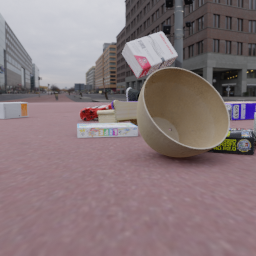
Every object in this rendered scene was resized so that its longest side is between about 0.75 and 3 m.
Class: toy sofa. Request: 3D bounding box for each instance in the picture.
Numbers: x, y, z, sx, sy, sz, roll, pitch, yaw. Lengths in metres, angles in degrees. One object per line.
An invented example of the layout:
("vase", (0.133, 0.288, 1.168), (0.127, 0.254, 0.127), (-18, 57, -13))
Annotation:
("toy sofa", (-0.172, -0.547, 10.678), (0.846, 0.997, 2.043), (-1, 5, 39))

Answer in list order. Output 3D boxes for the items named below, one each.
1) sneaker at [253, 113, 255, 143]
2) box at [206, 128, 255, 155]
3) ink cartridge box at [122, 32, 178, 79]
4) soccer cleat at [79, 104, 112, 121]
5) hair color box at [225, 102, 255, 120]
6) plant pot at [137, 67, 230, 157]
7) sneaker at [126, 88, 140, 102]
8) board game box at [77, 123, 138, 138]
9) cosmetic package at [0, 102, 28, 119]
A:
("sneaker", (3.595, 0.063, 6.743), (1.034, 0.744, 1.977), (3, 11, 19))
("box", (2.217, 0.255, 6.556), (1.324, 0.366, 1.652), (3, 7, 22))
("ink cartridge box", (0.660, -2.218, 8.454), (1.344, 0.973, 0.567), (-26, -11, -24))
("soccer cleat", (-1.126, -0.738, 13.404), (2.392, 0.821, 1.019), (-5, 11, -3))
("hair color box", (5.852, -0.930, 14.549), (2.836, 0.919, 1.550), (-5, 9, -26))
("plant pot", (0.880, -0.129, 5.504), (1.763, 1.763, 1.183), (-3, -28, -25))
("sneaker", (0.348, -0.968, 11.604), (0.486, 1.374, 0.681), (-33, 37, -33))
("board game box", (-0.671, 0.055, 8.583), (1.753, 0.300, 1.178), (-1, 6, -10))
("cosmetic package", (-6.129, -0.946, 14.906), (0.589, 0.838, 1.653), (4, 8, 27))
